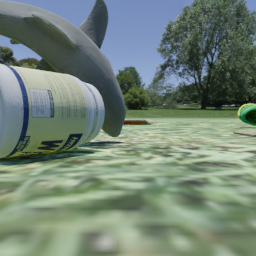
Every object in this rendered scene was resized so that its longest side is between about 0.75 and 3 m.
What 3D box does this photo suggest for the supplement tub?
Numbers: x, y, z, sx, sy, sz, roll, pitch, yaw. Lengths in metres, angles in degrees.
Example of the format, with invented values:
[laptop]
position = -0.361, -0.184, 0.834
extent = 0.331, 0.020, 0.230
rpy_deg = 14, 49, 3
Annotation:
[supplement tub]
position = -0.866, -0.158, 2.786
extent = 0.821, 0.821, 1.132
rpy_deg = 2, 3, 38

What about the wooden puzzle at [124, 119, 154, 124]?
[wooden puzzle]
position = 0.218, -0.288, 12.636
extent = 1.738, 0.324, 1.608
rpy_deg = 5, 3, 14

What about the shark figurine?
[shark figurine]
position = -1.339, -1.106, 3.379
extent = 3.170, 1.894, 1.323
rpy_deg = 14, 4, -11

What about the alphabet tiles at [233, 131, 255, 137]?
[alphabet tiles]
position = 2.887, 0.113, 5.554
extent = 1.246, 0.047, 1.497
rpy_deg = 0, 2, 0

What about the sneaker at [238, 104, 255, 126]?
[sneaker]
position = 4.642, -0.313, 8.651
extent = 2.351, 0.871, 0.982
rpy_deg = -1, 18, 25
